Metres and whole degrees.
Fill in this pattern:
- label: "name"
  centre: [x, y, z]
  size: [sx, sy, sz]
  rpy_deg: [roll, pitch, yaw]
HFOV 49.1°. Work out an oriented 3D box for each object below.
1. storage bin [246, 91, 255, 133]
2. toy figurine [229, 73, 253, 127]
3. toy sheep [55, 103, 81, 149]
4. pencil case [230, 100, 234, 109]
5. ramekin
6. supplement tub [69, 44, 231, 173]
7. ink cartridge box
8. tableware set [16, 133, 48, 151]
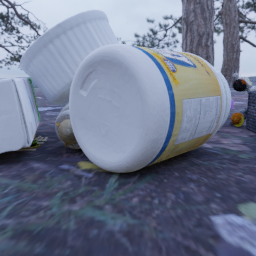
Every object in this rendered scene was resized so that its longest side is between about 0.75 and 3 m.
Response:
- label: "storage bin"
  centre: [3.816, -0.310, 6.441]
  size: [1.488, 1.032, 2.201]
  rpy_deg: [1, 11, 3]
- label: "toy figurine"
  centre: [2.717, -0.806, 7.918]
  size: [1.477, 1.501, 1.044]
  rpy_deg: [12, 18, 34]
- label: "toy sheep"
  centre: [-0.805, -0.115, 5.377]
  size: [1.065, 1.065, 1.545]
  rpy_deg: [4, 17, 22]
- label: "pencil case"
  centre: [1.995, -0.957, 9.609]
  size: [2.867, 1.203, 1.225]
  rpy_deg: [-1, 7, -9]
- label: "ramekin"
  centre: [-1.090, -1.422, 6.027]
  size: [2.132, 1.039, 2.132]
  rpy_deg: [-34, 3, 2]
- label: "supplement tub"
  centre: [0.480, -0.376, 4.570]
  size: [1.757, 1.757, 2.430]
  rpy_deg: [9, 13, 41]
- label: "ink cartridge box"
  centre: [-2.804, -0.275, 5.264]
  size: [1.945, 1.128, 2.686]
  rpy_deg: [-11, 12, -12]
- label: "tableware set"
  centre: [-2.138, 0.239, 5.704]
  size: [0.821, 0.187, 1.218]
  rpy_deg: [-1, 10, -3]
